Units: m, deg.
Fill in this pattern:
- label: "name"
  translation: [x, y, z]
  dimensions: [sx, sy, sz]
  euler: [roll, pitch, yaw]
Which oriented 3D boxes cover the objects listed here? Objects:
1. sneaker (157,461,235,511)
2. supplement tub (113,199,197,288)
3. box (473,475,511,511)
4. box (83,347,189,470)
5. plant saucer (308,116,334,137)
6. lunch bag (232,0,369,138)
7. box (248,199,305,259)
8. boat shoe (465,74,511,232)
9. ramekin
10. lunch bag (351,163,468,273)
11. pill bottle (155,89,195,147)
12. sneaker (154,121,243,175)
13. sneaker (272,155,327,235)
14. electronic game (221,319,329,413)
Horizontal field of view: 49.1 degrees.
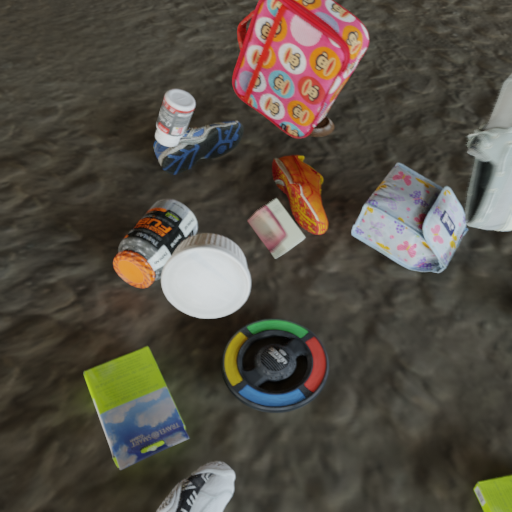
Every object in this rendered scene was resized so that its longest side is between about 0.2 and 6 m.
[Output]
- label: "sneaker"
  translation: [-0.775, 4.064, 6.776]
  dimensions: [1.722, 1.126, 2.996]
  euler: [28, 46, 19]
- label: "supplement tub"
  translation: [-1.979, -0.244, 11.011]
  dimensions: [1.054, 1.054, 1.721]
  euler: [17, 48, 16]
- label: "box"
  translation: [3.786, 3.476, 7.955]
  dimensions: [1.134, 0.270, 0.691]
  euler: [-8, 47, -8]
- label: "box"
  translation: [-1.897, 2.418, 8.854]
  dimensions: [1.139, 0.445, 1.868]
  euler: [-20, 49, -19]
- label: "plant saucer"
  translation: [1.571, -3.481, 14.753]
  dimensions: [0.985, 0.180, 0.985]
  euler: [0, 45, 0]
- label: "lunch bag"
  translation: [0.648, -3.898, 10.993]
  dimensions: [2.404, 2.729, 1.118]
  euler: [38, 58, 5]
- label: "box"
  translation: [0.292, -0.399, 8.340]
  dimensions: [0.400, 0.469, 0.734]
  euler: [-36, 89, -27]
- label: "boat shoe"
  translation: [4.240, -1.796, 9.780]
  dimensions: [1.023, 2.872, 1.002]
  euler: [-1, 20, -6]
- label: "ramekin"
  translation: [-0.696, 0.247, 8.115]
  dimensions: [1.279, 1.279, 0.596]
  euler: [2, 35, 2]
- label: "lunch bag"
  translation: [3.238, -0.731, 11.366]
  dimensions: [1.967, 1.251, 1.668]
  euler: [35, 54, 11]
- label: "pill bottle"
  translation: [-1.453, -2.412, 9.878]
  dimensions: [0.539, 0.930, 0.539]
  euler: [15, 47, -16]
- label: "sneaker"
  translation: [-1.387, -2.843, 13.627]
  dimensions: [2.372, 0.898, 0.914]
  euler: [-25, 54, -24]
- label: "sneaker"
  translation: [1.118, -1.471, 12.284]
  dimensions: [0.987, 0.934, 2.559]
  euler: [-12, 48, -9]
- label: "electronic game"
  translation: [0.317, 1.812, 9.489]
  dimensions: [1.823, 0.379, 1.823]
  euler: [0, 46, 0]
